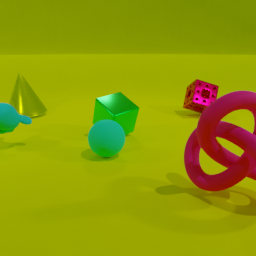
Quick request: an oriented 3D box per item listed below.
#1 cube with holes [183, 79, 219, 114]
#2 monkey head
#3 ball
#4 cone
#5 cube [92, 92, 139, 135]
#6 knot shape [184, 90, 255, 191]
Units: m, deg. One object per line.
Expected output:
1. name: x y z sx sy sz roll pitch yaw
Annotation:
1. cube with holes: 2.593 -1.106 10.034 0.855 0.855 0.855 16 -13 -8
2. monkey head: -3.015 -0.353 6.785 1.271 0.766 0.915 25 41 -30
3. ball: -0.483 0.232 6.329 0.842 0.842 0.842 0 16 0
4. cone: -3.787 -1.270 10.107 1.515 1.521 1.515 -4 18 1
5. cube: -0.349 -0.335 7.660 0.867 0.867 0.867 -21 49 -35
6. knot shape: 1.656 0.221 4.361 1.783 1.669 0.824 9 33 32
